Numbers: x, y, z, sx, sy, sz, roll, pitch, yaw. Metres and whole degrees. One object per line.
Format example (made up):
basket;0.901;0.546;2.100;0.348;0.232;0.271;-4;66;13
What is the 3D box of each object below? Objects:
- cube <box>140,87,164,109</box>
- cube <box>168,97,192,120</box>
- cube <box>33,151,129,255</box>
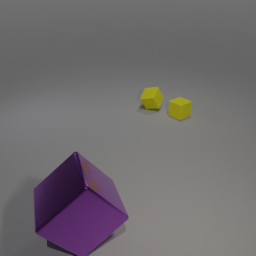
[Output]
cube;1.086;-1.348;12.685;0.700;0.700;0.700;0;52;35
cube;2.254;-0.853;12.178;0.700;0.700;0.700;-22;35;-34
cube;-1.091;1.684;6.268;1.400;1.400;1.400;-42;32;4
